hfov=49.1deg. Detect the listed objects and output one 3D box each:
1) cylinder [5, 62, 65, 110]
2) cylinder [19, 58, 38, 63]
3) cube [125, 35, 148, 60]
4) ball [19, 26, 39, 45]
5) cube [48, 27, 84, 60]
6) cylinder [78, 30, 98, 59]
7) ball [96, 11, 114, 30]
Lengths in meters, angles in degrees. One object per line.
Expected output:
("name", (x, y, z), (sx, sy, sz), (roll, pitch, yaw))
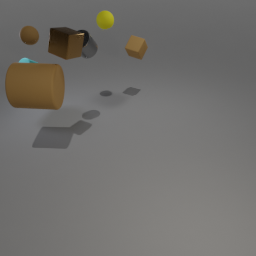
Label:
("cylinder", (-2.813, -1.292, 8.665), (1.400, 1.400, 1.400), (3, 31, 1))
("cylinder", (-4.198, -2.552, 11.950), (0.700, 0.700, 0.700), (14, 3, 22))
("cube", (0.384, -3.621, 12.623), (0.700, 0.700, 0.700), (23, 82, 21))
("ball", (-3.727, -3.496, 10.586), (0.700, 0.700, 0.700), (0, 31, 0))
("cube", (-1.781, -2.446, 8.060), (0.700, 0.700, 0.700), (25, 30, 18))
("cylinder", (-1.463, -2.807, 9.416), (0.700, 0.700, 0.700), (12, -10, 19))
("ball", (-0.904, -4.266, 11.081), (0.700, 0.700, 0.700), (0, 31, 0))
